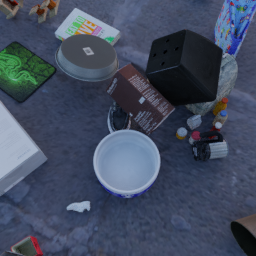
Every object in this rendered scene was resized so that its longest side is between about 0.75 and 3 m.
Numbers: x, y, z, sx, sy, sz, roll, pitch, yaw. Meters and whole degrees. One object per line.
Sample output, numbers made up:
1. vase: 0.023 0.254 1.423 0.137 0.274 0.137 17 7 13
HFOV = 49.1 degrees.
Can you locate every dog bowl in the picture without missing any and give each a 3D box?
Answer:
1. dog bowl: -0.037 1.334 10.446 2.413 0.950 2.413 0 64 0

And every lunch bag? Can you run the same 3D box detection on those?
1. lunch bag: 3.325 -1.866 11.470 2.234 1.873 1.556 -36 69 -16
2. lunch bag: 4.496 -3.947 12.271 1.398 2.237 2.972 16 65 8

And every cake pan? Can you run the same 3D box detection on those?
1. cake pan: -1.661 -3.047 11.751 2.678 0.491 2.678 8 51 -10

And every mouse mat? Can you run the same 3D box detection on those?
1. mouse mat: -5.066 -2.644 12.850 2.936 0.111 2.362 34 69 16

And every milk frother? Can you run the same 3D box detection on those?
1. milk frother: 3.171 0.847 10.459 1.211 1.162 1.288 -7 38 -3

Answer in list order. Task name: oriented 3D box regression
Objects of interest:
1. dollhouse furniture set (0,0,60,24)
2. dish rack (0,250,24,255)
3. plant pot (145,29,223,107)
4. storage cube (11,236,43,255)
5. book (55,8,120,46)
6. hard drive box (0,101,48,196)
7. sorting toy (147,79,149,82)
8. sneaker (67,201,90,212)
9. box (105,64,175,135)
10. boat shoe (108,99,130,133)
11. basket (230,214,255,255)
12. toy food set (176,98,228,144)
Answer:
1. dollhouse furniture set: -5.113 -6.502 13.360 2.828 2.859 1.473 -10 61 33
2. dish rack: -2.939 4.879 8.377 2.612 0.712 2.003 26 62 -20
3. plant pot: 1.969 -2.354 10.679 2.310 2.049 2.304 -5 64 44
4. storage cube: -3.319 4.074 9.266 0.785 0.706 0.671 -29 67 -14
5. book: -1.945 -4.474 13.511 2.625 0.631 1.753 30 72 12
6. hard drive box: -4.902 0.723 10.650 2.236 1.102 2.869 -38 70 -17
7. sorting toy: 1.885 -2.075 12.457 2.048 0.301 1.514 9 63 6
8. sneaker: -1.774 2.863 10.078 0.862 0.321 0.375 -9 69 -4
9. box: 0.418 -1.061 10.326 2.393 1.198 0.897 46 48 7
10. boat shoe: -0.258 -0.997 11.586 0.969 0.918 2.770 9 65 4
11. basket: 4.702 3.426 9.275 1.859 1.264 1.676 -20 32 -15
12. toy food set: 3.099 -0.208 11.132 2.339 1.053 1.117 -26 67 -12
